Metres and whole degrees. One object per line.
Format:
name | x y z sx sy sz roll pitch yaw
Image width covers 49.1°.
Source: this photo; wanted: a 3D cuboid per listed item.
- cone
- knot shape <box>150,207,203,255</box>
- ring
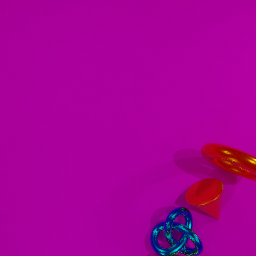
cone | 2.344 2.186 7.882 1.087 1.087 1.091 -31 107 -6
knot shape | 1.239 2.943 7.617 1.332 0.658 1.423 -21 86 7
ring | 2.860 0.922 7.411 1.941 1.941 0.388 25 83 5
